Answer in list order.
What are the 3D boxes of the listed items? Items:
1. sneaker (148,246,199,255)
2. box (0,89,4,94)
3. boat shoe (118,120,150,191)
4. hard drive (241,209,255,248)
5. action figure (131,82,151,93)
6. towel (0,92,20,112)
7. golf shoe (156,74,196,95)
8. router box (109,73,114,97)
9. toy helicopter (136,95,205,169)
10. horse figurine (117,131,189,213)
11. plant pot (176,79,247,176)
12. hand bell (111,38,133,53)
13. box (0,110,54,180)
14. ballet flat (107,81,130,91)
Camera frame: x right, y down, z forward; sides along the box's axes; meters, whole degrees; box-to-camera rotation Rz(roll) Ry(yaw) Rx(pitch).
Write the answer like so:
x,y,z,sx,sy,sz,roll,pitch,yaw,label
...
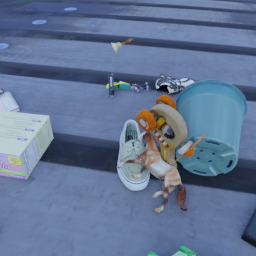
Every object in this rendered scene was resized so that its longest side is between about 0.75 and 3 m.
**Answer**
x,y,z,sx,sy,sz,roll,pitch,yaw,label
1.489,3.096,6.221,2.331,0.863,0.974,2,41,3,sneaker
-6.040,-1.575,12.622,0.725,0.200,0.905,-19,15,-27,box
0.099,0.794,9.255,1.006,0.867,2.794,-5,37,-6,boat shoe
3.993,2.556,7.387,1.317,0.310,1.887,26,44,30,hard drive
0.584,-1.923,13.318,1.008,0.350,0.656,-4,44,0,action figure
-5.711,-0.952,12.065,1.665,0.281,1.743,-21,41,-26,towel
2.264,-1.869,13.034,2.016,0.784,0.953,10,55,17,golf shoe
-0.758,-1.940,12.767,0.229,0.689,0.876,-2,65,-3,router box
1.278,0.474,8.188,1.062,2.693,1.781,-37,52,-25,toy helicopter
0.881,1.344,8.313,2.533,0.632,1.679,46,47,9,horse figurine
2.612,0.089,9.147,2.440,2.440,2.390,9,45,12,plant pot
-0.237,-4.147,13.730,1.058,0.551,0.551,-24,37,9,hand bell
-3.902,0.495,9.500,1.914,1.052,2.177,6,37,9,box
-0.471,-2.050,13.400,1.144,0.382,0.384,-9,53,-8,ballet flat
